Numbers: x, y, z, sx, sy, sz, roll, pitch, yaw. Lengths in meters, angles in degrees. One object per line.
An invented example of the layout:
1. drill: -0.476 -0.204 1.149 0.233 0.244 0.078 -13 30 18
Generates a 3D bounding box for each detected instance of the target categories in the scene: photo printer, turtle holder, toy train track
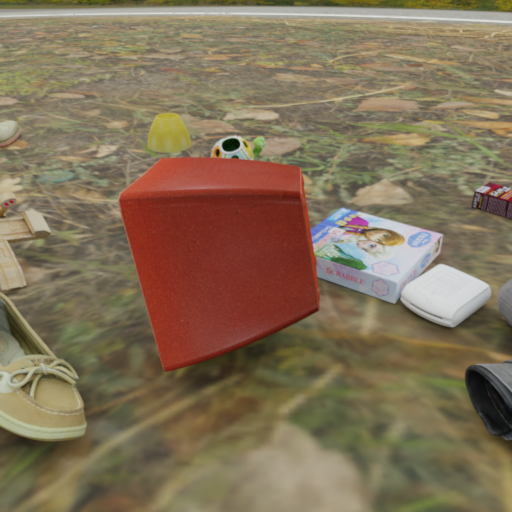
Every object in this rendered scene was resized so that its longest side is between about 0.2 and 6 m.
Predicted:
1. photo printer: 2.481 0.536 7.420 1.005 0.349 0.836 -25 38 -36
2. turtle holder: -0.370 -1.971 11.075 1.064 0.756 0.809 5 65 3
3. toy train track: -4.060 -0.335 7.287 3.208 0.522 1.840 -15 68 -55

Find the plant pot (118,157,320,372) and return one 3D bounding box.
1. plant pot: -0.227 -0.100 6.311 1.728 1.961 1.960 -8 20 7

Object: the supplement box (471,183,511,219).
1. supplement box: 4.589 -0.949 10.083 1.167 0.355 0.635 25 37 39

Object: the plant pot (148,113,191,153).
1. plant pot: -2.084 -2.972 13.320 1.041 0.739 1.041 0 29 0

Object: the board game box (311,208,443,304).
1. board game box: 1.658 -0.088 8.521 1.775 0.366 1.779 19 34 30

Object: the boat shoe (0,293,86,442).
1. boat shoe: -2.426 1.092 5.780 0.832 0.718 2.281 13 10 -45

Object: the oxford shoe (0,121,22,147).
1. oxford shoe: -6.389 -2.954 13.264 0.724 0.755 2.045 10 31 17

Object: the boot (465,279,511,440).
1. boot: 2.943 1.076 5.900 1.754 0.930 2.665 -8 28 -12
